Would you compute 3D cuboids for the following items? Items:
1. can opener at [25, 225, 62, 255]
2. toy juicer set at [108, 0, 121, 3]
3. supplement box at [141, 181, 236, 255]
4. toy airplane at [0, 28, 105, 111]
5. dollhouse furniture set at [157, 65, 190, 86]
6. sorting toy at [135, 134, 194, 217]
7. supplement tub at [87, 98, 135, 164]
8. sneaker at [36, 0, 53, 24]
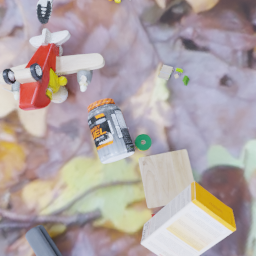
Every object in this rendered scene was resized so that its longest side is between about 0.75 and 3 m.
[{"bbox_3d":[-1.887,3.697,7.117,0.832,0.659,2.503,-31,80,-5],"label":"can opener"},{"bbox_3d":[-0.235,-4.316,8.908,1.018,0.277,0.647,-5,79,-2],"label":"toy juicer set"},{"bbox_3d":[0.714,1.212,3.449,0.630,0.368,1.000,37,117,-8],"label":"supplement box"},{"bbox_3d":[-2.204,-1.532,7.808,2.511,1.780,2.522,-39,45,-17],"label":"toy airplane"},{"bbox_3d":[1.388,-1.568,8.436,0.892,0.345,0.446,22,86,24],"label":"dollhouse furniture set"},{"bbox_3d":[1.075,1.469,7.654,1.348,0.473,2.795,-11,78,-2],"label":"sorting toy"},{"bbox_3d":[-0.508,0.075,7.671,0.994,0.994,1.621,-19,78,-4],"label":"supplement tub"},{"bbox_3d":[-2.030,-3.194,7.000,0.380,0.517,1.142,8,112,-2],"label":"sneaker"}]
